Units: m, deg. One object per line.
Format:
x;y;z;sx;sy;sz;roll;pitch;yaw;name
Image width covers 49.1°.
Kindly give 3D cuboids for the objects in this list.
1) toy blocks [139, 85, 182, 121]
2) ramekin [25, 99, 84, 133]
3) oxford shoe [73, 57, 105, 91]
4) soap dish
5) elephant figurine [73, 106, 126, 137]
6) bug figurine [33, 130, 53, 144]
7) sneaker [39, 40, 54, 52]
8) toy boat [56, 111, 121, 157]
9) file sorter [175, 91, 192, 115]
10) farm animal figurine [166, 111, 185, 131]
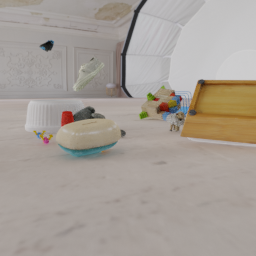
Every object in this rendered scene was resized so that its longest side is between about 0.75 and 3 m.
2.001;-1.288;15.010;1.762;1.288;2.577;13;44;38;toy blocks
-2.903;-0.546;11.415;2.549;1.187;2.549;0;7;0;ramekin
-2.030;-2.645;13.564;1.074;0.824;2.855;-37;16;36;oxford shoe
3.127;-0.548;8.519;2.725;1.107;2.144;5;49;26;soap dish
-1.038;-0.104;9.465;1.547;1.094;1.200;24;50;34;elephant figurine
-2.305;0.290;8.691;1.231;0.317;0.955;1;13;-20;bug figurine
-2.570;-2.642;8.893;0.301;0.337;0.823;32;17;-13;sneaker
-1.209;0.217;7.533;1.778;0.983;2.116;-11;22;-38;toy boat
2.964;-1.457;16.820;1.283;1.134;1.849;5;22;32;file sorter
2.912;-0.421;10.357;2.377;1.240;2.351;-3;9;-20;farm animal figurine
